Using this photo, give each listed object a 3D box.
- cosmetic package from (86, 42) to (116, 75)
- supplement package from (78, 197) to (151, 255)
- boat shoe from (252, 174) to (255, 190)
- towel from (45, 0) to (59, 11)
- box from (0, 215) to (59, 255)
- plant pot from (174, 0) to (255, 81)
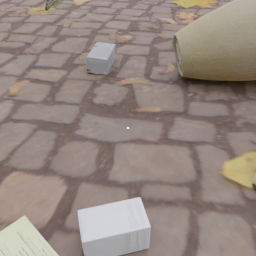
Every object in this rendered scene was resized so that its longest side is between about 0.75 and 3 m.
[{"bbox_3d":[-0.919,-2.442,9.774,0.755,0.638,1.414,8,35,4],"label":"cosmetic package"},{"bbox_3d":[-0.229,1.627,4.499,1.049,0.613,0.615,-9,38,-12],"label":"supplement package"},{"bbox_3d":[3.078,0.599,5.780,0.629,0.669,1.757,18,41,22],"label":"boat shoe"},{"bbox_3d":[-1.747,-3.498,7.016,0.900,0.185,1.207,-48,13,-18],"label":"towel"},{"bbox_3d":[-1.657,2.087,3.911,1.095,0.602,1.245,30,46,33],"label":"box"},{"bbox_3d":[2.950,-2.551,8.625,2.871,2.689,2.689,-12,37,6],"label":"plant pot"}]
